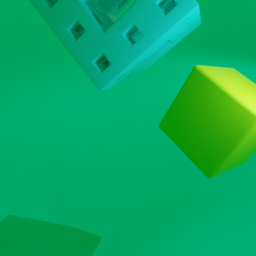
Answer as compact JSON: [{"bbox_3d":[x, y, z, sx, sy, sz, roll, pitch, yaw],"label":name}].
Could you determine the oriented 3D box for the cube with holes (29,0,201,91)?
[{"bbox_3d":[-0.058,-1.524,3.661,1.397,1.397,1.397,-38,1,20],"label":"cube with holes"}]

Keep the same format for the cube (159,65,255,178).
[{"bbox_3d":[1.023,-0.100,3.064,0.831,0.831,0.831,-8,47,-44],"label":"cube"}]
